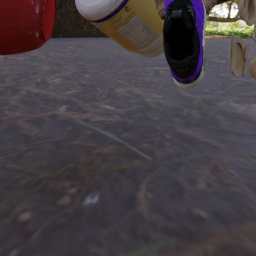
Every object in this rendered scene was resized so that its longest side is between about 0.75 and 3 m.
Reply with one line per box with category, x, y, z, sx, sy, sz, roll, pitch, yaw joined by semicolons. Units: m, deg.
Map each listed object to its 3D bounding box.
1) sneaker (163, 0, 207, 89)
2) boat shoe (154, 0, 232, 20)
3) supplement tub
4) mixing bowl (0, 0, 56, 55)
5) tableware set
sneaker;0.775;-1.477;3.931;0.586;1.685;0.838;-8;-15;22
boat shoe;1.588;-2.762;6.141;2.001;0.718;0.758;-7;-7;9
supplement tub;0.101;-3.245;7.656;1.916;1.916;2.635;19;-2;41
mixing bowl;-2.646;-2.973;7.015;1.418;2.618;2.618;11;21;-6
tableware set;2.429;-1.676;5.452;0.220;1.581;1.893;5;-2;43
